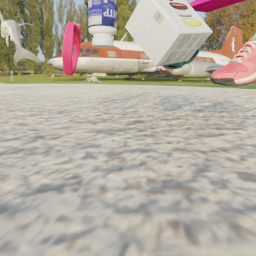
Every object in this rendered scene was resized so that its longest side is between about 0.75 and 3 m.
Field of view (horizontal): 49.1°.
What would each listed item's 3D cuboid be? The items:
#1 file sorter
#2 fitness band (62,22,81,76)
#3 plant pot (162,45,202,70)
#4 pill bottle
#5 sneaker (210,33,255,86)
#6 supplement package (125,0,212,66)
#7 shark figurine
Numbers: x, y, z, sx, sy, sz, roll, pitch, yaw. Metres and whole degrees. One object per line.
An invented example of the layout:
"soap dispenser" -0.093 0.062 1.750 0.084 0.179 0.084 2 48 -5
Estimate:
"file sorter" 2.430 -3.749 6.833 1.963 1.231 1.364 0 14 43
"fitness band" -1.857 -2.558 9.162 0.365 1.401 1.951 11 -19 -5
"plant pot" 1.241 -2.839 8.448 1.803 1.803 1.766 -5 53 -25
"pill bottle" -0.953 -4.007 10.579 1.073 1.793 1.073 0 9 0
"sneaker" 3.264 -1.916 7.369 2.642 1.146 0.974 -22 19 -10
"supplement package" 0.926 -2.241 6.362 1.316 1.259 0.968 -20 -20 -42
"shark figurine" -3.009 -2.653 7.780 0.835 1.196 2.001 -18 45 -27
